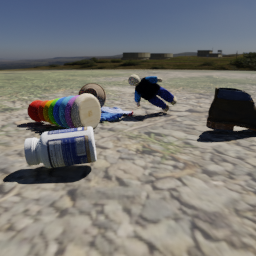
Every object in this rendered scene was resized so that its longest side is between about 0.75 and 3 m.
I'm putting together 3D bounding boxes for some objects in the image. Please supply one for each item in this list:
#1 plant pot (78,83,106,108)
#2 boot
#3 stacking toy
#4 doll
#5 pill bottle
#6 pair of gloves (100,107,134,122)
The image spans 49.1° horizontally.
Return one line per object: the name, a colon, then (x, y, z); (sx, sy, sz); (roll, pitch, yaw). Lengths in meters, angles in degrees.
plant pot: (-1.359, -1.181, 10.424); (1.071, 1.071, 0.494); (0, -4, 1)
boot: (3.645, -0.587, 8.303); (2.536, 1.229, 0.947); (-2, 20, -5)
stacking toy: (-2.243, -0.500, 8.972); (2.734, 1.167, 1.167); (4, 14, 33)
doll: (0.862, -1.359, 10.862); (2.185, 1.490, 0.529); (30, 29, -33)
pill bottle: (-1.333, 0.409, 5.636); (1.331, 0.739, 0.739); (-7, 15, -6)
pair of gloves: (-0.770, -0.572, 10.754); (1.671, 0.237, 2.078); (7, 17, 24)
